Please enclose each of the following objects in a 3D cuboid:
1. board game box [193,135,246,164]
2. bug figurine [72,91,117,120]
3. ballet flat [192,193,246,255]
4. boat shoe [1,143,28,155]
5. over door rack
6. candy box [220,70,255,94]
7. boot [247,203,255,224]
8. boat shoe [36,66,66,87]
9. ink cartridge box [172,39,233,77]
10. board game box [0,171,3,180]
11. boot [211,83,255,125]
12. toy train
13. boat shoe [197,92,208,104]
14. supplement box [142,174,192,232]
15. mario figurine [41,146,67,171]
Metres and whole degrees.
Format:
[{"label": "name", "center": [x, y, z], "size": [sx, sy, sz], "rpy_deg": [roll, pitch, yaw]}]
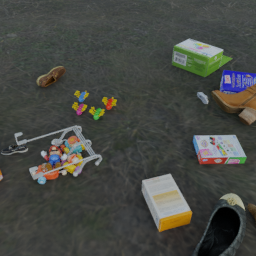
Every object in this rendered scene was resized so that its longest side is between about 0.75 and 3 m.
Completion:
[{"label": "board game box", "center": [3.149, 0.728, 9.765], "size": [1.524, 0.307, 1.166], "rpy_deg": [0, 39, -1]}, {"label": "bug figurine", "center": [-1.467, -0.963, 11.744], "size": [1.859, 0.478, 1.441], "rpy_deg": [16, 47, 13]}, {"label": "ballet flat", "center": [2.345, 2.639, 6.957], "size": [0.947, 0.809, 2.850], "rpy_deg": [13, 39, 29]}, {"label": "boat shoe", "center": [-3.993, 0.719, 9.809], "size": [0.899, 0.271, 0.332], "rpy_deg": [-6, 39, -7]}, {"label": "over door rack", "center": [-2.243, 0.782, 8.964], "size": [2.320, 0.773, 1.714], "rpy_deg": [-9, 43, -36]}, {"label": "candy box", "center": [5.201, -1.731, 12.418], "size": [2.107, 0.812, 1.782], "rpy_deg": [12, 42, 13]}, {"label": "boot", "center": [3.566, 2.511, 7.536], "size": [0.410, 0.400, 1.086], "rpy_deg": [-25, 46, -13]}, {"label": "boat shoe", "center": [-3.606, -2.433, 13.527], "size": [0.552, 0.588, 1.633], "rpy_deg": [32, 53, 25]}, {"label": "ink cartridge box", "center": [4.081, -4.025, 15.039], "size": [2.142, 1.098, 2.899], "rpy_deg": [31, 49, 33]}, {"label": "board game box", "center": [-4.603, 1.356, 8.467], "size": [0.959, 0.959, 0.960], "rpy_deg": [18, 42, 19]}, {"label": "boot", "center": [4.641, -1.306, 11.305], "size": [1.666, 0.823, 2.146], "rpy_deg": [-46, 54, -1]}, {"label": "toy train", "center": [-2.248, 0.904, 9.338], "size": [1.563, 0.579, 2.080], "rpy_deg": [3, 39, 3]}, {"label": "boat shoe", "center": [3.374, -1.344, 12.374], "size": [0.297, 0.302, 0.851], "rpy_deg": [-12, 34, -11]}, {"label": "supplement box", "center": [1.049, 2.070, 7.917], "size": [0.917, 0.535, 1.455], "rpy_deg": [-10, 40, -13]}, {"label": "mario figurine", "center": [-2.419, 0.896, 9.106], "size": [0.709, 0.609, 1.149], "rpy_deg": [31, 14, -24]}]
